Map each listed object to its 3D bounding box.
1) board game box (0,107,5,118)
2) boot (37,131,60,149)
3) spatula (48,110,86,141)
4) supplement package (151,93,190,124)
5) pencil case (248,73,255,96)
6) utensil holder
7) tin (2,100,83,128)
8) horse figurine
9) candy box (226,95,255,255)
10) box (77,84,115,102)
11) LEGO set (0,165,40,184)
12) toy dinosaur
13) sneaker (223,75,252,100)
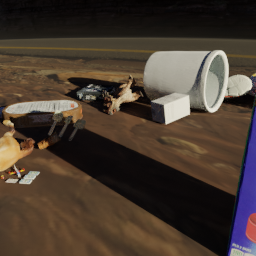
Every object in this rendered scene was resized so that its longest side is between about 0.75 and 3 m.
[{"bbox_3d":[-5.082,-0.548,10.461,0.841,0.173,0.843,-7,23,-16],"label":"board game box"},{"bbox_3d":[-2.293,0.367,8.086,0.636,0.303,0.822,-29,6,-13],"label":"boot"},{"bbox_3d":[-1.648,-0.006,7.396,0.820,1.180,0.095,17,51,-20],"label":"spatula"},{"bbox_3d":[1.513,-0.712,9.929,1.206,0.731,0.722,-21,25,-30],"label":"supplement package"},{"bbox_3d":[5.822,-1.549,11.669,1.159,1.062,2.556,22,21,-11],"label":"pencil case"},{"bbox_3d":[2.257,-1.939,11.110,2.670,2.269,2.269,14,26,35],"label":"utensil holder"},{"bbox_3d":[-3.046,-0.547,10.045,2.779,0.582,1.556,-4,27,-10],"label":"tin"},{"bbox_3d":[-3.586,0.595,6.819,2.958,0.738,1.961,-9,35,-35],"label":"horse figurine"},{"bbox_3d":[2.743,0.795,3.767,2.325,2.750,1.059,9,24,21],"label":"candy box"},{"bbox_3d":[-1.429,-1.635,12.885,1.293,0.351,1.614,6,23,14],"label":"box"},{"bbox_3d":[-2.533,1.078,6.510,0.762,0.187,0.570,3,19,7],"label":"LEGO set"},{"bbox_3d":[-0.302,-1.334,11.499,1.608,1.018,2.372,-29,4,8],"label":"toy dinosaur"},{"bbox_3d":[3.785,-1.578,12.297,2.977,1.147,1.219,2,-10,20],"label":"sneaker"}]
